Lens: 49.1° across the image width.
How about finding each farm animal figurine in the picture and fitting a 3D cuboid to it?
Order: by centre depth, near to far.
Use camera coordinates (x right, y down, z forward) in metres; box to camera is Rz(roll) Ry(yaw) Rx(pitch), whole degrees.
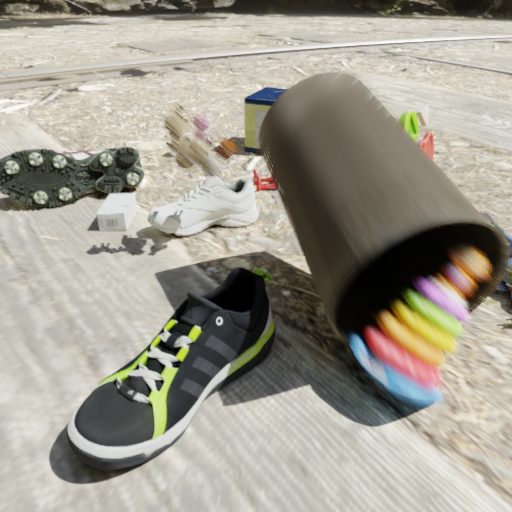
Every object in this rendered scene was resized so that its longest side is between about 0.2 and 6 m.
[{"bbox_3d":[-0.980,-1.653,8.649,1.145,1.132,0.597,29,67,-15],"label":"farm animal figurine"}]

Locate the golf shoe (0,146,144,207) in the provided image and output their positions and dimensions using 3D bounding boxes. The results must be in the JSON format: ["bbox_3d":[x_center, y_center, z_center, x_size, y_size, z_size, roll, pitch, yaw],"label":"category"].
[{"bbox_3d":[-3.851,-1.662,11.574,2.953,1.140,1.301,-7,13,-25],"label":"golf shoe"}]

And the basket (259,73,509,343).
[{"bbox_3d":[1.316,-0.725,7.028,2.067,2.741,3.040,-36,54,17],"label":"basket"}]

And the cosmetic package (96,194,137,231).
[{"bbox_3d":[-2.593,-0.828,10.497,0.534,0.384,0.946,-2,30,0],"label":"cosmetic package"}]

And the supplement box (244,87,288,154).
[{"bbox_3d":[0.392,-3.420,14.183,0.921,1.370,1.372,12,31,21],"label":"supplement box"}]

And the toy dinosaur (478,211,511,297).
[{"bbox_3d":[3.749,0.377,8.299,2.094,1.099,1.900,37,8,-14],"label":"toy dinosaur"}]

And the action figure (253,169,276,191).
[{"bbox_3d":[0.965,-1.723,12.079,1.997,0.516,0.653,-3,26,-11],"label":"action figure"}]

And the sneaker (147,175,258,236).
[{"bbox_3d":[-0.973,-1.014,10.158,2.078,1.032,0.809,-12,31,-21],"label":"sneaker"}]

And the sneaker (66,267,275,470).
[{"bbox_3d":[-0.867,0.993,6.258,1.094,1.264,3.052,18,34,30],"label":"sneaker"}]

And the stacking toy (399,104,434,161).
[{"bbox_3d":[3.246,-2.445,12.331,0.739,1.584,1.750,7,29,36],"label":"stacking toy"}]

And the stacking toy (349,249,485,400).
[{"bbox_3d":[1.941,0.660,6.164,0.959,1.747,1.014,21,16,-48],"label":"stacking toy"}]
